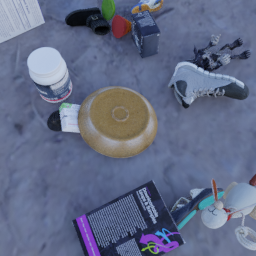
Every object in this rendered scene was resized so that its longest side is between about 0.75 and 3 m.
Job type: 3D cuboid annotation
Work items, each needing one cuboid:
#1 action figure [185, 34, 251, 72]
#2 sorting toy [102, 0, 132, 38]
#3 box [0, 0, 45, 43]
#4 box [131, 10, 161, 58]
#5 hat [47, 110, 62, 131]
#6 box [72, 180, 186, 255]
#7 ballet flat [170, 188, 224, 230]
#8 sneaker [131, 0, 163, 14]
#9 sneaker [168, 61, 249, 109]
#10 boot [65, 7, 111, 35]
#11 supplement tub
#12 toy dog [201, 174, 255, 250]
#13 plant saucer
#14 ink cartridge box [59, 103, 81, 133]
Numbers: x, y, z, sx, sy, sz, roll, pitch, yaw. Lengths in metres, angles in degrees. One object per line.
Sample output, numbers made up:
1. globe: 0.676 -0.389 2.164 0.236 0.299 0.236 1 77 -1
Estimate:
1. action figure: 3.295 -2.754 10.339 2.240 1.143 1.332 -17 76 -10
2. sorting toy: -0.447 -4.840 11.637 0.902 0.909 2.620 -13 65 -32
3. box: -4.682 -4.729 10.739 2.254 2.073 1.183 -31 68 -15
4. box: 0.652 -3.555 10.659 0.713 1.194 1.215 -19 66 -9
5. hat: -2.399 -0.312 9.589 0.840 0.339 0.840 0 65 -1
6. box: -0.014 2.869 7.744 2.624 0.474 1.876 -27 67 1
7. ballet flat: 1.900 2.202 8.220 1.947 0.711 0.711 -34 69 -9
8. sneaker: 0.693 -5.160 11.836 1.591 0.599 0.701 -28 60 -22
9. sneaker: 2.631 -1.178 9.741 2.707 1.016 1.563 26 72 23
10. boot: -1.617 -4.205 11.294 1.625 0.612 1.215 -21 66 -10
11. supplement tub: -2.617 -1.755 9.505 1.206 1.719 1.206 0 64 0
12. toy dog: 2.515 1.589 6.331 1.397 2.118 1.020 22 108 20
13. plant saucer: -0.290 -0.371 9.299 2.742 0.485 2.742 4 63 -9
14. ink cartridge box: -1.896 -0.337 9.418 0.659 0.381 0.906 6 59 -35
